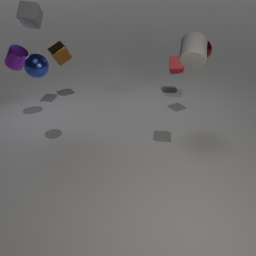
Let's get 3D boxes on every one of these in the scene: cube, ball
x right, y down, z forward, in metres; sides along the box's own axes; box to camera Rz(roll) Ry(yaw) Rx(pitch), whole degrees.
[{"bbox_3d":[2.455,-3.165,14.085,0.700,0.700,0.700,0,-9,15],"label":"cube"},{"bbox_3d":[-3.684,-4.246,10.541,0.700,0.700,0.700,7,-10,1],"label":"cube"},{"bbox_3d":[-3.159,-3.462,12.996,0.700,0.700,0.700,-38,51,-7],"label":"cube"},{"bbox_3d":[-2.683,-1.822,8.213,0.700,0.700,0.700,0,29,0],"label":"ball"}]

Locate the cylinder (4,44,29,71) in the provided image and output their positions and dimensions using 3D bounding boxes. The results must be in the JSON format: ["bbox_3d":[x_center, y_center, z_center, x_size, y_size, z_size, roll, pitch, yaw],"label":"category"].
[{"bbox_3d":[-4.207,-2.650,10.554,0.700,0.700,0.700,25,39,-22],"label":"cylinder"}]

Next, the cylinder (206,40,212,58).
[{"bbox_3d":[2.688,-2.956,10.648,0.700,0.700,0.700,-19,34,-28],"label":"cylinder"}]

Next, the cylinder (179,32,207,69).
[{"bbox_3d":[1.754,-2.079,7.516,0.700,0.700,0.700,6,64,11],"label":"cylinder"}]
